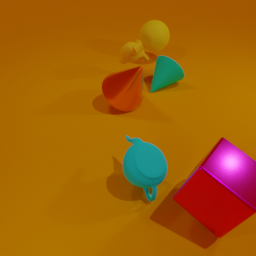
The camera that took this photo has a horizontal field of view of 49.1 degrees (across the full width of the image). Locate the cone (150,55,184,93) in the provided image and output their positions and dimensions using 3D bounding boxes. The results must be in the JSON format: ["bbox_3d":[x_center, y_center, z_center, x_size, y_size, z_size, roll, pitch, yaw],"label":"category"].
[{"bbox_3d":[1.219,-1.796,10.506,1.281,1.281,1.286,31,76,31],"label":"cone"}]

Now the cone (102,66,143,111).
[{"bbox_3d":[0.125,-1.557,9.030,1.523,1.529,1.523,11,61,-22],"label":"cone"}]

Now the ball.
[{"bbox_3d":[1.122,-3.920,11.955,1.290,1.290,1.290,0,40,0],"label":"ball"}]

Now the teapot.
[{"bbox_3d":[0.337,0.897,6.911,1.135,0.894,1.826,-6,67,-30],"label":"teapot"}]

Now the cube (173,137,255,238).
[{"bbox_3d":[2.000,1.257,6.021,1.285,1.285,1.285,39,45,14],"label":"cube"}]

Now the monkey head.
[{"bbox_3d":[0.237,-2.745,10.526,0.858,1.024,1.423,-43,11,-21],"label":"monkey head"}]
